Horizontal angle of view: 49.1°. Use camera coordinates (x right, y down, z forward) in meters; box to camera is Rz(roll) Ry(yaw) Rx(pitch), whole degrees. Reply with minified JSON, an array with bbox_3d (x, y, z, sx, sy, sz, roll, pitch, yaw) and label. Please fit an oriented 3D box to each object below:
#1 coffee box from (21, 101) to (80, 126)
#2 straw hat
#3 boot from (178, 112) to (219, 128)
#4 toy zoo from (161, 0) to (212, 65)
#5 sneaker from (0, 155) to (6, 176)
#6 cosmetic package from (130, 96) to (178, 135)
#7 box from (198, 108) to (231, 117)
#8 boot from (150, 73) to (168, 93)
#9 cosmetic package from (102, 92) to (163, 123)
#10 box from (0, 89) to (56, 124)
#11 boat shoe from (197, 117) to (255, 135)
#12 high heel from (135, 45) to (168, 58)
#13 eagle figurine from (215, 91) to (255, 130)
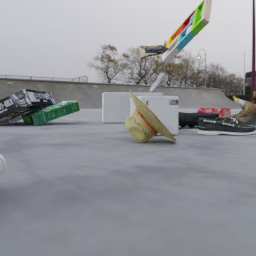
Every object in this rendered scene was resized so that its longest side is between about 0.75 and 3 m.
[{"bbox_3d":[-3.220,-0.652,11.744,2.088,0.459,1.284,-24,19,-36],"label":"coffee box"},{"bbox_3d":[0.313,-0.056,6.242,0.658,1.555,1.555,-42,6,1],"label":"straw hat"},{"bbox_3d":[2.002,-0.386,10.249,2.071,0.680,1.707,-6,16,-22],"label":"boot"},{"bbox_3d":[2.132,-3.600,10.870,0.281,1.802,2.747,32,-41,-15],"label":"toy zoo"},{"bbox_3d":[-1.483,0.487,2.279,0.561,0.440,1.129,12,20,37],"label":"sneaker"},{"bbox_3d":[0.713,-0.368,7.985,1.054,1.055,1.279,-2,5,-12],"label":"cosmetic package"},{"bbox_3d":[3.741,-0.549,12.248,0.663,0.692,1.389,-3,6,-29],"label":"box"},{"bbox_3d":[1.270,-1.720,11.178,0.436,0.913,0.336,34,-2,-25],"label":"boot"},{"bbox_3d":[0.185,-0.922,12.754,2.684,1.361,0.956,0,5,-8],"label":"cosmetic package"},{"bbox_3d":[-4.531,-0.869,11.723,2.158,0.681,2.737,-23,3,5],"label":"box"},{"bbox_3d":[2.759,-0.067,7.790,1.622,0.489,0.613,-1,6,-5],"label":"boat shoe"},{"bbox_3d":[0.529,-1.778,6.488,0.575,0.288,0.807,-10,15,-21],"label":"high heel"},{"bbox_3d":[3.739,-0.442,8.885,1.356,1.797,1.363,38,-3,35],"label":"eagle figurine"}]
